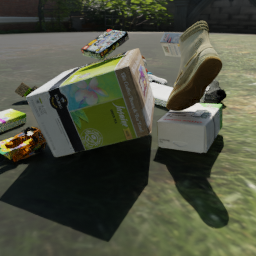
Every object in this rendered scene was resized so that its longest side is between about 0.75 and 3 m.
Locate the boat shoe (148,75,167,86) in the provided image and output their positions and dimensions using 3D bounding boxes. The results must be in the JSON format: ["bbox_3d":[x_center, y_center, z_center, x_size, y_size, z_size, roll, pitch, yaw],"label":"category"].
[{"bbox_3d":[1.306,-2.431,14.893,1.568,0.565,0.537,26,32,27],"label":"boat shoe"}]

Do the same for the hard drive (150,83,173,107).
[{"bbox_3d":[1.573,-1.551,12.990,1.812,0.366,2.747,-20,30,-38],"label":"hard drive"}]

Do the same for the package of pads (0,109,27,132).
[{"bbox_3d":[-4.402,-0.289,10.066,0.909,0.401,1.177,16,28,30],"label":"package of pads"}]

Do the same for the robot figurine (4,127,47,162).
[{"bbox_3d":[-2.841,0.436,7.980,1.148,0.832,0.334,-35,13,-38],"label":"robot figurine"}]

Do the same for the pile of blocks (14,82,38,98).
[{"bbox_3d":[-4.091,-1.478,12.763,1.947,0.799,0.605,9,-19,-1],"label":"pile of blocks"}]

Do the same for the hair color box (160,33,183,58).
[{"bbox_3d":[1.917,-2.750,9.399,1.511,0.748,0.458,14,70,30],"label":"hair color box"}]

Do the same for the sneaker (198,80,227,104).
[{"bbox_3d":[3.945,-1.564,12.615,1.035,0.760,2.288,15,31,24],"label":"sneaker"}]

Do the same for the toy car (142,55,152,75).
[{"bbox_3d":[0.669,-3.532,16.295,1.190,1.345,1.240,-19,30,-37],"label":"toy car"}]

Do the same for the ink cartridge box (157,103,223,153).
[{"bbox_3d":[2.008,-0.100,8.872,1.511,0.873,2.077,5,23,29],"label":"ink cartridge box"}]

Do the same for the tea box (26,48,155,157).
[{"bbox_3d":[-0.845,-0.897,8.562,2.925,1.986,2.973,-15,21,14],"label":"tea box"}]

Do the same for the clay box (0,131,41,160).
[{"bbox_3d":[-3.266,0.524,8.315,0.733,0.303,1.275,21,32,36],"label":"clay box"}]

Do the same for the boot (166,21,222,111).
[{"bbox_3d":[1.785,-1.779,8.371,0.854,2.346,1.823,8,54,-16],"label":"boot"}]

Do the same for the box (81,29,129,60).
[{"bbox_3d":[-0.690,-2.545,8.471,0.859,0.250,1.254,23,56,37],"label":"box"}]
